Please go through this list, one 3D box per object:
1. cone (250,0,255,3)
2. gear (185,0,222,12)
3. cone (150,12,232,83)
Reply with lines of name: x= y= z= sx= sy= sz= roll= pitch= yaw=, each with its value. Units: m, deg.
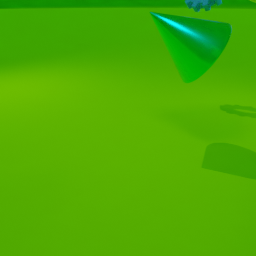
cone: x=1.508 y=-1.879 z=3.210 sx=1.445 sy=1.445 sz=1.451 roll=3 pitch=4 yaw=5
gear: x=2.347 y=-4.109 z=8.306 sx=1.376 sy=1.376 sz=0.255 roll=22 pitch=-7 yaw=39
cone: x=1.030 y=-1.920 z=5.707 sx=1.459 sy=1.453 sz=1.453 roll=31 pitch=21 yaw=-15
